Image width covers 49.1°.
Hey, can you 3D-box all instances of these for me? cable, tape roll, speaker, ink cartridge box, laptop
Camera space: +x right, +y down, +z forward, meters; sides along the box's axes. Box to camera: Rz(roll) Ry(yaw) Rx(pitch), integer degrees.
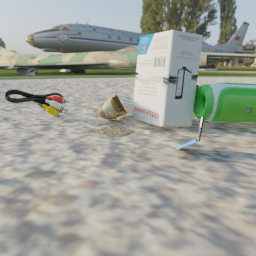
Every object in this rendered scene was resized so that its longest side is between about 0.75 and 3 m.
[{"bbox_3d":[-3.219,-1.100,10.171,2.240,1.088,0.564,22,-31,-14],"label":"cable"},{"bbox_3d":[-0.038,-1.037,12.074,1.476,0.270,1.476,16,10,-3],"label":"tape roll"},{"bbox_3d":[3.615,-0.794,9.048,2.837,1.255,1.255,1,13,-11],"label":"speaker"},{"bbox_3d":[1.228,-1.625,9.473,1.228,2.913,2.127,0,12,-27],"label":"ink cartridge box"},{"bbox_3d":[1.402,0.125,6.389,0.492,0.849,0.795,11,4,11],"label":"laptop"}]

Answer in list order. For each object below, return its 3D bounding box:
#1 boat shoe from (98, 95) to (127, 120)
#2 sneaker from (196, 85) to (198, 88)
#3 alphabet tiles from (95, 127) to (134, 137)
[{"bbox_3d":[-0.589,-0.701,10.112,0.734,0.811,2.276,-30,-2,8],"label":"boat shoe"},{"bbox_3d":[1.991,-1.518,11.611,2.728,1.102,1.575,6,-15,37],"label":"sneaker"},{"bbox_3d":[-0.448,0.103,8.434,0.983,0.037,0.822,8,16,30],"label":"alphabet tiles"}]
